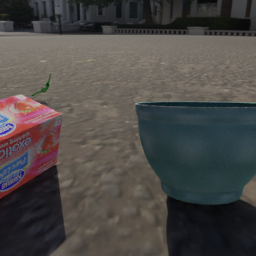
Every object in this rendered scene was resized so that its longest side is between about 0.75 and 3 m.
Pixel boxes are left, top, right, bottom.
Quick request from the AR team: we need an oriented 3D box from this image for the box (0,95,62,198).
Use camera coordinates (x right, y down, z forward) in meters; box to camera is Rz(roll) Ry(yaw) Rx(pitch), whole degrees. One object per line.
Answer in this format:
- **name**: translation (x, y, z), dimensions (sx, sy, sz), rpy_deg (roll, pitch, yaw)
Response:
- **box**: translation (-2.220, 0.388, 4.482), dimensions (1.059, 1.148, 2.238), rpy_deg (25, 29, 20)

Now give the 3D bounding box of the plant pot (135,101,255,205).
- **plant pot**: translation (1.125, 0.305, 4.273), dimensions (2.053, 1.376, 2.053), rpy_deg (0, 8, 0)

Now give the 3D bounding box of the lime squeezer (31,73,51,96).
- **lime squeezer**: translation (-2.902, -1.441, 9.760), dimensions (0.369, 0.197, 1.044), rpy_deg (24, 74, 42)
